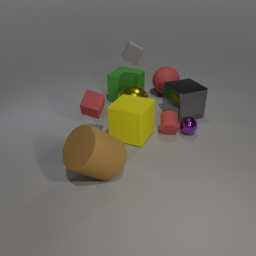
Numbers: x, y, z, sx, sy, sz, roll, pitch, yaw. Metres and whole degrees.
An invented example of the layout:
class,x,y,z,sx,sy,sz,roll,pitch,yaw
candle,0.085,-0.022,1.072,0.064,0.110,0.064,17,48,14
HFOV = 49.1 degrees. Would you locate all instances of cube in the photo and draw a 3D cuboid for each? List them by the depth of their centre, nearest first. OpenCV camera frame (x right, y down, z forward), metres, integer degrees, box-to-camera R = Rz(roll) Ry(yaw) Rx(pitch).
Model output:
class,x,y,z,sx,sy,sz,roll,pitch,yaw
cube,-1.280,-0.856,10.181,0.700,0.700,0.700,17,66,4
cube,0.151,-0.329,10.815,1.400,1.400,1.400,12,32,22
cube,0.191,-3.182,11.891,0.700,0.700,0.700,27,20,-13
cube,2.488,-1.254,12.463,1.400,1.400,1.400,-12,32,-20
cube,-0.080,-2.116,13.930,1.400,1.400,1.400,14,34,23

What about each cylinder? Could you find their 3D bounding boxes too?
class,x,y,z,sx,sy,sz,roll,pitch,yaw
cylinder,-0.984,0.763,8.424,1.400,1.400,1.400,33,3,43
cylinder,1.637,-0.208,11.118,0.700,0.700,0.700,2,56,4

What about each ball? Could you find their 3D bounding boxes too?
class,x,y,z,sx,sy,sz,roll,pitch,yaw
ball,2.412,-0.098,11.142,0.700,0.700,0.700,0,30,0
ball,0.229,-1.179,12.318,1.400,1.400,1.400,0,30,0
ball,1.951,-2.447,14.335,1.400,1.400,1.400,0,30,0
